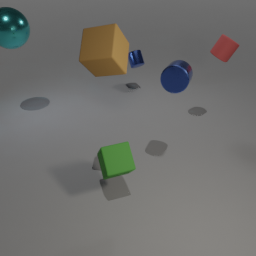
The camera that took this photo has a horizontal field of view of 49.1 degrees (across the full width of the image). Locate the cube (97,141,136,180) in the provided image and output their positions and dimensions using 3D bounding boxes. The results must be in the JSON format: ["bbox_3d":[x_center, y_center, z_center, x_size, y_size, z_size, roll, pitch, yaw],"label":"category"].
[{"bbox_3d":[-0.300,0.804,6.844,0.700,0.700,0.700,-12,76,-17],"label":"cube"}]

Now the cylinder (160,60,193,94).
[{"bbox_3d":[1.227,-1.294,7.025,0.700,0.700,0.700,10,26,17],"label":"cylinder"}]

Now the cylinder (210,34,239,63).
[{"bbox_3d":[3.329,-2.741,9.655,0.700,0.700,0.700,25,29,-15],"label":"cylinder"}]

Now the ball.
[{"bbox_3d":[-4.187,-3.505,9.865,1.400,1.400,1.400,0,30,0],"label":"ball"}]

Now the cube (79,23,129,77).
[{"bbox_3d":[-0.440,-1.470,5.402,0.700,0.700,0.700,-1,-16,21],"label":"cube"}]

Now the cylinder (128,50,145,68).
[{"bbox_3d":[0.387,-3.371,13.716,0.700,0.700,0.700,-17,0,0],"label":"cylinder"}]
